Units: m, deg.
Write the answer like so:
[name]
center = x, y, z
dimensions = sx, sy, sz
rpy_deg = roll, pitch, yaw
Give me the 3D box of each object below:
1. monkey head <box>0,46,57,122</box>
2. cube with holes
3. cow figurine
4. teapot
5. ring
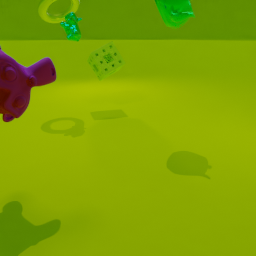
[monkey head]
center = -1.962, -0.845, 4.715
dimensions = 1.072, 1.779, 1.280
rpy_deg = 24, 45, 39
[cube with holes]
center = -0.842, -2.511, 10.645
dimensions = 0.942, 0.942, 0.942
rpy_deg = -34, 5, -17
[cow figurine]
center = -1.787, -3.289, 9.151
dimensions = 0.558, 1.017, 1.001
rpy_deg = -22, 4, 18
[teapot]
center = 1.242, -3.155, 7.072
dimensions = 0.956, 1.214, 1.953
rpy_deg = -22, 46, 20
[ring]
center = -2.403, -4.240, 9.783
dimensions = 1.517, 0.303, 1.517
rpy_deg = -27, -9, -5
